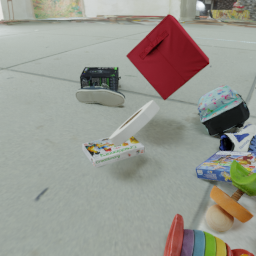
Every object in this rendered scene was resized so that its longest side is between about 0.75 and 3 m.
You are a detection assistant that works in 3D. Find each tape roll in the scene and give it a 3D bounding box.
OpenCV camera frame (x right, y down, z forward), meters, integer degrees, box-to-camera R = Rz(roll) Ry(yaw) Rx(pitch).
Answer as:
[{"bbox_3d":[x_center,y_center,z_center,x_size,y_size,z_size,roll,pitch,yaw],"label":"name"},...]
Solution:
[{"bbox_3d":[0.164,-0.131,7.246,0.283,1.549,1.549,48,34,-6],"label":"tape roll"}]

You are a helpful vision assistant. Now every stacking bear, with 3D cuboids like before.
[{"bbox_3d":[1.641,2.545,5.491,1.747,0.994,1.061,15,49,7],"label":"stacking bear"}]

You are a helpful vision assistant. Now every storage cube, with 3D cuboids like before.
[{"bbox_3d":[1.275,-2.137,8.458,1.741,1.656,1.937,49,23,-3],"label":"storage cube"}]

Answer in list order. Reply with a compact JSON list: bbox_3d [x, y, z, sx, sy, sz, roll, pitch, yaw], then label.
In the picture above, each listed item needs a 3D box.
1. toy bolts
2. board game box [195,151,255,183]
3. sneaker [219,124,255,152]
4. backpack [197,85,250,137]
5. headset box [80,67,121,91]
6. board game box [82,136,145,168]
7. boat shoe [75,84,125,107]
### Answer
[{"bbox_3d":[3.131,2.174,6.196,2.273,1.650,2.379,34,2,-23],"label":"toy bolts"},{"bbox_3d":[3.208,1.097,8.025,1.407,0.358,2.079,-25,15,-38],"label":"board game box"},{"bbox_3d":[3.775,0.398,9.560,1.197,0.837,2.073,15,31,16],"label":"sneaker"},{"bbox_3d":[3.635,-0.766,10.954,1.782,1.511,2.008,-30,9,23],"label":"backpack"},{"bbox_3d":[-1.419,-2.628,15.255,2.075,0.963,1.807,1,28,2],"label":"headset box"},{"bbox_3d":[-0.508,0.707,9.603,1.832,0.317,1.157,-14,32,-25],"label":"board game box"},{"bbox_3d":[-1.249,-1.570,13.347,2.561,0.959,0.792,3,38,25],"label":"boat shoe"}]
